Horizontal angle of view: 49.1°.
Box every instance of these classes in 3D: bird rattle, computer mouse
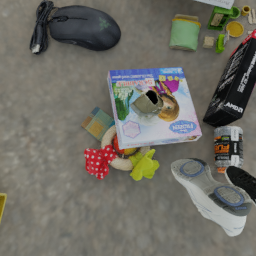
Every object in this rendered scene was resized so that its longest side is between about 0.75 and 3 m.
[{"bbox_3d":[-0.164,0.681,7.860,2.117,1.193,1.726,7,67,15],"label":"bird rattle"},{"bbox_3d":[-1.631,-3.138,8.671,2.827,0.745,1.957,7,76,2],"label":"computer mouse"}]

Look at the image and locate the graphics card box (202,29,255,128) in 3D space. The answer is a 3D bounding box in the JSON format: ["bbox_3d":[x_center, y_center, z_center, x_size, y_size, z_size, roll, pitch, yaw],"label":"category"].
[{"bbox_3d":[3.014,-1.281,7.833,0.629,1.550,2.471,27,78,1],"label":"graphics card box"}]

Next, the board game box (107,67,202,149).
[{"bbox_3d":[0.694,-0.630,7.855,2.250,0.463,2.244,-6,68,-13],"label":"board game box"}]

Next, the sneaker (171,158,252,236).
[{"bbox_3d":[1.739,1.525,6.518,0.897,2.408,1.049,-15,119,-17],"label":"sneaker"}]

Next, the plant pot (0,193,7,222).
[{"bbox_3d":[-4.258,2.257,7.192,1.422,1.390,1.381,7,77,10],"label":"plant pot"}]

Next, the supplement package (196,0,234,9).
[{"bbox_3d":[1.983,-5.133,8.299,2.920,1.619,2.274,15,53,4],"label":"supplement package"}]

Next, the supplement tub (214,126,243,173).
[{"bbox_3d":[2.808,0.616,7.813,0.760,0.760,1.240,3,77,1],"label":"supplement tub"}]

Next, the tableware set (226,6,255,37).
[{"bbox_3d":[3.776,-3.085,8.903,1.221,0.278,1.812,-3,78,-1],"label":"tableware set"}]

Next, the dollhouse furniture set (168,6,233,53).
[{"bbox_3d":[2.194,-3.039,8.590,1.707,0.856,1.118,8,77,2],"label":"dollhouse furniture set"}]

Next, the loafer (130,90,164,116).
[{"bbox_3d":[0.593,-0.618,6.785,0.553,1.472,0.513,48,116,8],"label":"loafer"}]

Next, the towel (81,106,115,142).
[{"bbox_3d":[-0.755,-0.040,8.302,1.078,0.117,0.790,37,80,9],"label":"towel"}]

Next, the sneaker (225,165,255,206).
[{"bbox_3d":[3.008,1.298,6.520,0.580,0.888,1.588,-28,56,-20],"label":"sneaker"}]
